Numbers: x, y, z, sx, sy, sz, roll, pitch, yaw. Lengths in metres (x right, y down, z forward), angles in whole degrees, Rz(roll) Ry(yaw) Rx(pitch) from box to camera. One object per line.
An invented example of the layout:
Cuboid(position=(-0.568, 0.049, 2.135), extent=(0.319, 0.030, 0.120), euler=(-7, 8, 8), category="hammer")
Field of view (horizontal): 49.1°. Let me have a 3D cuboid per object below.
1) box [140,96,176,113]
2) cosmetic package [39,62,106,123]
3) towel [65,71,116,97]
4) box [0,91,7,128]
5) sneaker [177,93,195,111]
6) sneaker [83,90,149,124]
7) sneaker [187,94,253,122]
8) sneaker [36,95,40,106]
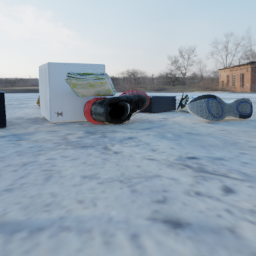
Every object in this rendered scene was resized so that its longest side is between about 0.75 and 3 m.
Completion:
Cuboid(position=(1.291, -1.231, 14.098), extent=(1.430, 0.799, 2.027), euler=(4, 9, 43), category="box")
Cuboid(position=(-2.264, -1.441, 11.040), extent=(2.110, 2.123, 2.537), euler=(-4, 11, -24), category="cosmetic package")
Cuboid(position=(-1.183, -1.362, 9.047), extent=(1.354, 0.381, 1.582), euler=(3, -12, 7), category="towel")
Cuboid(position=(-5.035, -0.611, 8.864), extent=(1.618, 1.167, 2.180), euler=(-8, 12, -41), category="box")
Cuboid(position=(3.168, -1.129, 14.078), extent=(1.106, 0.964, 2.459), euler=(20, 11, -2), category="sneaker")
Cuboid(position=(-0.117, -0.729, 9.889), extent=(2.768, 0.978, 1.352), euler=(-16, 19, -37), category="sneaker")
Cuboid(position=(3.385, -0.670, 10.698), extent=(2.733, 1.018, 1.190), euler=(4, -4, -21), category="sneaker")
Cuboid(position=(-4.389, -1.636, 16.767), extent=(2.729, 1.023, 1.230), euler=(-6, -28, 43), category="sneaker")
